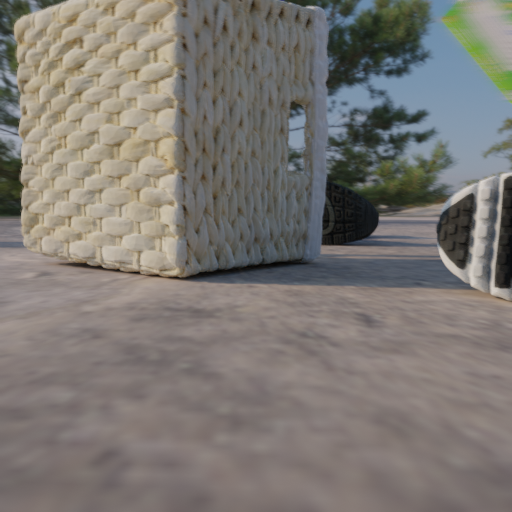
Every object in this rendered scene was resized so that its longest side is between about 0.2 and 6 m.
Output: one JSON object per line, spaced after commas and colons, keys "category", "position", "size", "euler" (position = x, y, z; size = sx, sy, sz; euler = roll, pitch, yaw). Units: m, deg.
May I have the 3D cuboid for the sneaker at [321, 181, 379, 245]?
{"category": "sneaker", "position": [0.983, -0.823, 11.389], "size": [3.296, 1.251, 1.496], "euler": [7, 0, 33]}

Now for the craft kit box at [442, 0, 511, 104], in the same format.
{"category": "craft kit box", "position": [3.931, -3.415, 8.091], "size": [0.458, 1.889, 1.865], "euler": [-34, -5, -31]}

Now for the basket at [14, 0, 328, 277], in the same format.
{"category": "basket", "position": [-1.080, -1.479, 6.955], "size": [3.179, 3.150, 2.556], "euler": [8, 11, 39]}

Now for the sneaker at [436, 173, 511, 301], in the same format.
{"category": "sneaker", "position": [2.677, -0.035, 4.103], "size": [1.117, 1.035, 2.755], "euler": [14, -3, -44]}
